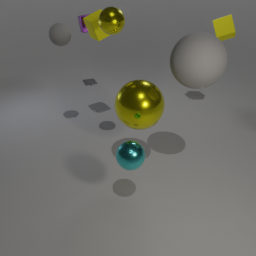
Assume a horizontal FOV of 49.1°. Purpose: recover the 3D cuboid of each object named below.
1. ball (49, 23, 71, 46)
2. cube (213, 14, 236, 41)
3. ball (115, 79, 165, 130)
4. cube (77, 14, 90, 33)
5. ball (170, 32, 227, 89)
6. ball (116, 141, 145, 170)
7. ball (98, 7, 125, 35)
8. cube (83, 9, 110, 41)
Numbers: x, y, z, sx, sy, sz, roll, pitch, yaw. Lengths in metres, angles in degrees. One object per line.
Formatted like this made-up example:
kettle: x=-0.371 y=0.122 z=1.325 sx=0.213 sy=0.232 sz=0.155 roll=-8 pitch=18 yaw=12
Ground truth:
ball: x=-2.141 y=-2.943 z=8.825 sx=0.700 sy=0.700 sz=0.700 roll=0 pitch=30 yaw=0
cube: x=3.719 y=-3.835 z=10.823 sx=0.700 sy=0.700 sz=0.700 roll=-13 pitch=-2 yaw=21
ball: x=0.324 y=-0.652 z=7.853 sx=1.400 sy=1.400 sz=1.400 roll=0 pitch=30 yaw=0
cube: x=-1.797 y=-4.683 z=12.510 sx=0.700 sy=0.700 sz=0.700 roll=-15 pitch=25 yaw=-13
ball: x=1.761 y=-1.693 z=7.063 sx=1.400 sy=1.400 sz=1.400 roll=0 pitch=30 yaw=0
ball: x=0.060 y=0.649 z=6.620 sx=0.700 sy=0.700 sz=0.700 roll=0 pitch=30 yaw=0
ball: x=-0.428 y=-2.822 z=7.388 sx=0.700 sy=0.700 sz=0.700 roll=0 pitch=30 yaw=0
cube: x=-0.941 y=-3.401 z=9.255 sx=0.700 sy=0.700 sz=0.700 roll=-33 pitch=39 yaw=-12
